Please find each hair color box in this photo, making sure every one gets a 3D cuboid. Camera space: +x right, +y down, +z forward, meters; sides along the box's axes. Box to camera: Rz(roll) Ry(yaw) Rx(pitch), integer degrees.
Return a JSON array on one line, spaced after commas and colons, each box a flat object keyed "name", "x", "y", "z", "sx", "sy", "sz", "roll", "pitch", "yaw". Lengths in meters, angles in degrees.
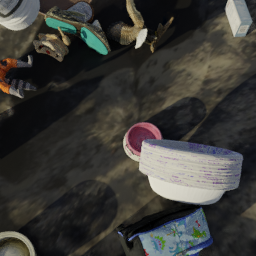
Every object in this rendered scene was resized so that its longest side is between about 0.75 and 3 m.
[{"name": "hair color box", "x": 3.969, "y": -4.088, "z": 10.118, "sx": 0.437, "sy": 0.713, "sz": 1.441, "roll": -5, "pitch": 64, "yaw": -2}]

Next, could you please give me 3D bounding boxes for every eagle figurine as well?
[{"name": "eagle figurine", "x": 0.228, "y": -3.503, "z": 9.560, "sx": 2.054, "sy": 1.550, "sz": 1.558, "roll": 37, "pitch": 79, "yaw": 5}]

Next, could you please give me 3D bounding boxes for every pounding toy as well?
[{"name": "pounding toy", "x": -2.427, "y": -2.856, "z": 9.529, "sx": 1.445, "sy": 0.826, "sz": 0.829, "roll": 15, "pitch": 63, "yaw": 28}]

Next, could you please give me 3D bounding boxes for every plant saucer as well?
[{"name": "plant saucer", "x": -2.508, "y": -5.038, "z": 10.752, "sx": 2.508, "sy": 0.432, "sz": 2.508, "roll": 0, "pitch": 65, "yaw": 0}]

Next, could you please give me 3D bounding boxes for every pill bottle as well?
[{"name": "pill bottle", "x": -3.548, "y": -3.679, "z": 6.923, "sx": 1.625, "sy": 2.854, "sz": 1.625, "roll": -1, "pitch": 85, "yaw": 13}]

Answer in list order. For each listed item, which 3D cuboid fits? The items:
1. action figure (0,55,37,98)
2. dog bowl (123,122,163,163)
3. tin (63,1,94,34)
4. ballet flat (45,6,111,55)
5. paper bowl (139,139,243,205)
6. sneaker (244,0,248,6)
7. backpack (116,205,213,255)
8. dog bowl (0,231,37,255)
[{"name": "action figure", "x": -4.232, "y": -1.194, "z": 8.564, "sx": 2.447, "sy": 1.323, "sz": 2.529, "roll": -1, "pitch": 73, "yaw": 8}, {"name": "dog bowl", "x": 0.460, "y": 0.366, "z": 8.070, "sx": 1.208, "sy": 0.445, "sz": 1.208, "roll": 0, "pitch": 64, "yaw": 0}, {"name": "tin", "x": -1.881, "y": -3.965, "z": 10.013, "sx": 1.425, "sy": 0.298, "sz": 0.798, "roll": -35, "pitch": 100, "yaw": -4}, {"name": "ballet flat", "x": -1.557, "y": -3.455, "z": 9.534, "sx": 2.470, "sy": 0.838, "sz": 0.930, "roll": 26, "pitch": 67, "yaw": -3}, {"name": "paper bowl", "x": 1.437, "y": 1.026, "z": 6.756, "sx": 2.368, "sy": 2.368, "sz": 1.231, "roll": 9, "pitch": 93, "yaw": 4}, {"name": "sneaker", "x": 4.348, "y": -4.939, "z": 10.806, "sx": 0.382, "sy": 0.350, "sz": 0.912, "roll": 5, "pitch": 60, "yaw": -24}, {"name": "backpack", "x": 0.896, "y": 2.584, "z": 6.304, "sx": 1.902, "sy": 1.740, "sz": 1.398, "roll": -19, "pitch": 79, "yaw": -14}, {"name": "dog bowl", "x": -2.825, "y": 3.221, "z": 6.607, "sx": 1.463, "sy": 0.539, "sz": 1.463, "roll": 0, "pitch": 64, "yaw": 0}]
